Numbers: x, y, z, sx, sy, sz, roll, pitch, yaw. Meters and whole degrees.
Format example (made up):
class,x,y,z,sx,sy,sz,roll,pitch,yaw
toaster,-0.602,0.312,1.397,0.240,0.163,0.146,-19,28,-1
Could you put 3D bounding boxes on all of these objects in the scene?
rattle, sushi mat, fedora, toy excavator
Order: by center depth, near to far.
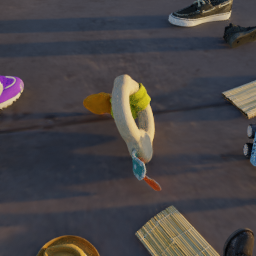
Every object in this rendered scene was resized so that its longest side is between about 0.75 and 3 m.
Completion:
class,x,y,z,sx,sy,sz,roll,pitch,yaw
fedora,-1.089,2.362,4.850,1.234,0.503,1.234,0,46,0
sushi mat,1.146,2.423,5.049,1.018,0.129,2.129,-28,52,-24
toy excavator,3.149,0.730,6.164,0.745,1.450,1.491,3,18,2
rattle,-0.303,0.229,6.669,1.922,1.752,2.691,-8,73,10
sushi mat,4.136,-1.058,8.392,2.488,0.151,1.190,-20,48,-18

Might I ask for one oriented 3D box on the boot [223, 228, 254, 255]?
class,x,y,z,sx,sy,sz,roll,pitch,yaw
boot,1.824,2.312,3.972,0.493,1.423,1.239,13,2,-13

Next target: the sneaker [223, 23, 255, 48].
class,x,y,z,sx,sy,sz,roll,pitch,yaw
sneaker,4.287,-3.626,10.512,1.683,0.644,0.964,-22,56,-13

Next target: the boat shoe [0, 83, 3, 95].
class,x,y,z,sx,sy,sz,roll,pitch,yaw
boat shoe,-4.350,-0.608,6.914,2.528,0.894,0.805,-34,73,-4

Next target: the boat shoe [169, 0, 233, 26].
class,x,y,z,sx,sy,sz,roll,pitch,yaw
boat shoe,3.006,-4.917,11.576,2.818,0.897,0.996,-15,48,-14

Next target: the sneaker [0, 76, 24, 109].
class,x,y,z,sx,sy,sz,roll,pitch,yaw
sneaker,-4.458,-1.214,7.622,2.924,1.454,1.017,-9,46,-8
